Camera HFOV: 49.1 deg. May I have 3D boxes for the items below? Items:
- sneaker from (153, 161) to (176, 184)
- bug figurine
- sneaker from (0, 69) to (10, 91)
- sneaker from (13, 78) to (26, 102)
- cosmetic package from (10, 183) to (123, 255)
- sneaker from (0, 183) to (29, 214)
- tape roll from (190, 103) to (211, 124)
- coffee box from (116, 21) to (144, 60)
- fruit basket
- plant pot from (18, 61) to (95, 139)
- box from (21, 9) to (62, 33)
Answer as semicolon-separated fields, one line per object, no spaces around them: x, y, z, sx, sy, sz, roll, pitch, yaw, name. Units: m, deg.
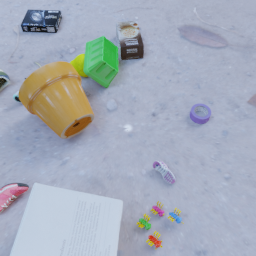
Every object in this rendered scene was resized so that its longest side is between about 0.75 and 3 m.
1.287;1.457;9.517;0.955;0.384;0.422;46;25;17;sneaker
0.946;2.896;8.498;1.392;0.358;1.079;-40;58;-20;bug figurine
-5.856;-1.653;11.477;0.979;0.731;2.180;35;58;28;sneaker
-4.155;-1.735;11.678;1.613;0.627;1.128;-26;57;-28;sneaker
-1.541;2.854;7.275;2.334;1.954;1.942;14;55;-8;cosmetic package
-3.944;2.297;8.869;1.729;0.637;0.750;-19;69;-8;sneaker
2.832;-0.562;10.966;0.784;0.333;0.784;0;55;0;tape roll
0.074;-4.171;13.260;1.098;0.766;1.921;-7;55;-5;coffee box
-1.495;-2.726;12.098;2.164;1.561;2.164;-28;47;35;fruit basket
-2.377;-0.854;10.173;2.300;2.300;2.106;-33;76;-21;plant pot
-4.430;-5.523;14.455;1.783;0.388;1.428;3;55;2;box
